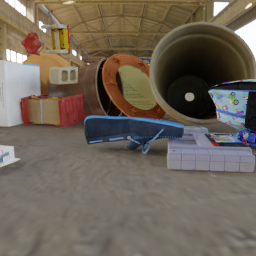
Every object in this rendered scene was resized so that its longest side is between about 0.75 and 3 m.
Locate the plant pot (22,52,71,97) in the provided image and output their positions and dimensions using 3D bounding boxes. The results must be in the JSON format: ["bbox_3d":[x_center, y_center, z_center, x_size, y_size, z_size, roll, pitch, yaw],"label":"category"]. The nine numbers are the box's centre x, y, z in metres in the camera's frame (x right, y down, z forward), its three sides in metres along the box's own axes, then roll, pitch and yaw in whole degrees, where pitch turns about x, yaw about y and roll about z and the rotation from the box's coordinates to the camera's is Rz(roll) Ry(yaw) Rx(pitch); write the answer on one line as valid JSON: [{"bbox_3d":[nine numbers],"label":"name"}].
[{"bbox_3d":[-3.527,-1.564,11.256,2.597,2.597,1.818,2,26,11],"label":"plant pot"}]

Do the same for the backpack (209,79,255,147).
[{"bbox_3d":[2.764,-0.352,5.839,1.869,1.377,2.047,-8,12,-41],"label":"backpack"}]

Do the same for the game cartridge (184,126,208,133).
[{"bbox_3d":[1.587,0.060,7.274,0.881,0.178,0.587,0,5,0],"label":"game cartridge"}]

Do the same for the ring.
[{"bbox_3d":[0.361,-1.438,9.540,2.732,2.732,0.262,-7,-20,-41],"label":"ring"}]

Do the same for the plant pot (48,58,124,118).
[{"bbox_3d":[-1.540,-1.250,10.210,2.165,2.187,2.187,-6,6,23],"label":"plant pot"}]

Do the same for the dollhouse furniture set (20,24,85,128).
[{"bbox_3d":[-2.332,-1.543,8.590,1.608,2.989,1.215,5,14,23],"label":"dollhouse furniture set"}]

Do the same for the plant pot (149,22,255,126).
[{"bbox_3d":[2.100,-1.297,8.663,2.893,2.893,2.510,1,-12,5],"label":"plant pot"}]

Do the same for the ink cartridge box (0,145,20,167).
[{"bbox_3d":[-2.095,0.442,4.312,0.469,0.270,0.801,3,9,17],"label":"ink cartridge box"}]

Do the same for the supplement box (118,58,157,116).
[{"bbox_3d":[0.354,-1.726,11.841,2.309,2.306,1.550,1,9,8],"label":"supplement box"}]

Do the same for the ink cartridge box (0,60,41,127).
[{"bbox_3d":[-4.550,-1.144,9.192,2.659,1.942,1.951,2,9,13],"label":"ink cartridge box"}]

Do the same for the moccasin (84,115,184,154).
[{"bbox_3d":[0.102,0.120,5.352,1.904,0.649,0.766,4,1,19],"label":"moccasin"}]

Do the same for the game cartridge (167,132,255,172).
[{"bbox_3d":[1.330,0.333,4.916,1.268,0.376,1.956,-3,8,8],"label":"game cartridge"}]
